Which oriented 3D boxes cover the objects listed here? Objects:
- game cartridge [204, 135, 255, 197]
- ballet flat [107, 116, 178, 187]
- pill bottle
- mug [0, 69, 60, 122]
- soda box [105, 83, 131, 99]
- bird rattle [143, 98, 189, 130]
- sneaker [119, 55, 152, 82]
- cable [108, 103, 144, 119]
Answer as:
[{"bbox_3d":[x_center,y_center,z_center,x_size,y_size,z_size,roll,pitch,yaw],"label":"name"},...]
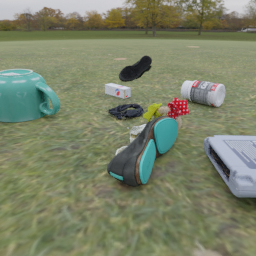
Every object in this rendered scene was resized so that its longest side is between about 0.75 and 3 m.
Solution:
[{"bbox_3d":[2.943,0.772,6.309,1.872,0.584,2.811,5,15,1],"label":"game cartridge"},{"bbox_3d":[0.387,0.393,7.036,1.025,1.019,2.997,0,20,26],"label":"ballet flat"},{"bbox_3d":[3.131,-1.497,11.808,1.648,0.938,0.938,18,28,38],"label":"pill bottle"},{"bbox_3d":[-3.856,-1.314,10.433,2.567,1.587,2.110,-5,22,-11],"label":"mug"},{"bbox_3d":[-0.487,-1.736,13.041,0.430,0.460,1.352,-20,29,-41],"label":"soda box"},{"bbox_3d":[1.202,-0.353,8.309,1.331,1.085,0.750,-4,30,28],"label":"bird rattle"},{"bbox_3d":[0.214,-1.578,7.894,1.413,0.424,0.737,-39,-2,-27],"label":"sneaker"},{"bbox_3d":[-0.070,-0.634,10.550,1.110,0.346,1.360,13,27,42],"label":"cable"}]
